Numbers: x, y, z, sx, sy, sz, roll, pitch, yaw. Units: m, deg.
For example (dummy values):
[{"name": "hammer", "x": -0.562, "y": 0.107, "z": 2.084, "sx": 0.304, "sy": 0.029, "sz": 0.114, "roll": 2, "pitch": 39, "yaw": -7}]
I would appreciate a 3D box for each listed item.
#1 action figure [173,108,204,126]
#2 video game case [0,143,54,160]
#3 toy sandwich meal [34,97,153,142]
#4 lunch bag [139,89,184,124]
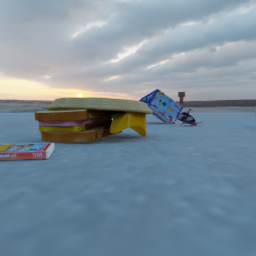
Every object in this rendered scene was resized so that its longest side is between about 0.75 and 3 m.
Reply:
[{"name": "action figure", "x": 2.070, "y": -0.235, "z": 9.485, "sx": 0.736, "sy": 0.662, "sz": 0.988, "roll": -39, "pitch": -19, "yaw": 15}, {"name": "video game case", "x": -1.505, "y": 0.282, "z": 3.387, "sx": 1.126, "sy": 0.098, "sz": 0.805, "roll": -1, "pitch": 4, "yaw": -10}, {"name": "toy sandwich meal", "x": -0.575, "y": -0.134, "z": 5.402, "sx": 2.245, "sy": 0.769, "sz": 2.245, "roll": 2, "pitch": 1, "yaw": 0}, {"name": "lunch bag", "x": 1.163, "y": -0.799, "z": 11.164, "sx": 1.276, "sy": 0.797, "sz": 1.695, "roll": 33, "pitch": -10, "yaw": -15}]
